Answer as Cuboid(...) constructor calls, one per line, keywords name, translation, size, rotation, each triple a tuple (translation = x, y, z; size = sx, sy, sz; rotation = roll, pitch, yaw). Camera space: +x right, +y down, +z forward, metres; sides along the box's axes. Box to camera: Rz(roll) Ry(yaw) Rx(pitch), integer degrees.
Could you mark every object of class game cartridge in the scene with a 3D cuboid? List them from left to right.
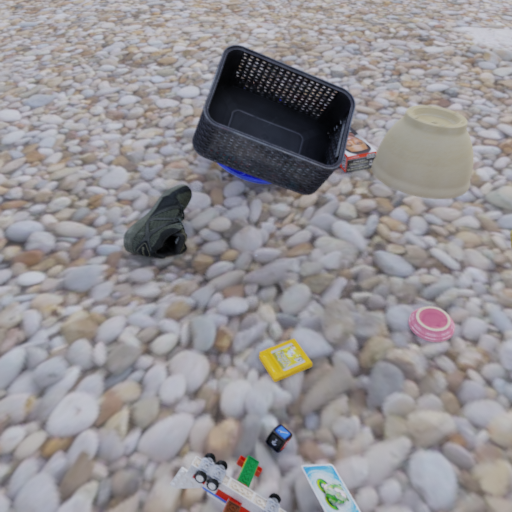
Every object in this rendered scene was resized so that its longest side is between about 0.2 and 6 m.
Cuboid(name="game cartridge", translation=(0.485, 1.765, 9.534), size=(0.731, 0.119, 0.645), rotation=(-17, 43, -21))

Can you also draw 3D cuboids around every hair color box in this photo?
Cuboid(name="hair color box", translation=(2.341, -2.861, 14.644), size=(0.863, 0.521, 1.700), rotation=(-13, 43, -17))

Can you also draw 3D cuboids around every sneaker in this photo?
Cuboid(name="sneaker", translation=(-1.740, -0.682, 11.913), size=(1.202, 0.802, 2.098), rotation=(19, 47, 19))

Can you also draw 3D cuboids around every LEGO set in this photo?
Cuboid(name="LEGO set", translation=(0.383, 3.454, 6.987), size=(2.308, 0.758, 3.090), rotation=(12, 28, -34))

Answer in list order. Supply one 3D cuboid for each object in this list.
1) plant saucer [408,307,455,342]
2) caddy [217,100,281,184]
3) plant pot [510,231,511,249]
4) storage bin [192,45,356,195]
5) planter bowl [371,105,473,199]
Cuboid(name="plant saucer", translation=(3.184, 1.196, 10.135), size=(0.810, 0.205, 0.810), rotation=(1, 40, 0))
Cuboid(name="caddy", translation=(-0.153, -2.979, 14.050), size=(2.075, 1.540, 2.935), rotation=(11, 41, -19))
Cuboid(name="plant pot", translation=(3.926, -0.252, 7.797), size=(0.638, 0.619, 0.623), rotation=(20, 63, 38))
Cuboid(name="storage bin", translation=(0.333, -2.601, 10.993), size=(2.769, 1.298, 1.872), rotation=(19, 69, -9))
Cuboid(name="planter bowl", translation=(3.183, -2.019, 10.355), size=(1.841, 1.239, 1.841), rotation=(5, 35, -3))
